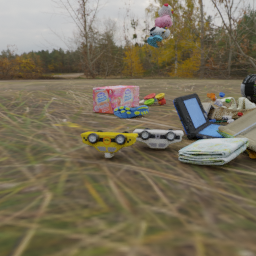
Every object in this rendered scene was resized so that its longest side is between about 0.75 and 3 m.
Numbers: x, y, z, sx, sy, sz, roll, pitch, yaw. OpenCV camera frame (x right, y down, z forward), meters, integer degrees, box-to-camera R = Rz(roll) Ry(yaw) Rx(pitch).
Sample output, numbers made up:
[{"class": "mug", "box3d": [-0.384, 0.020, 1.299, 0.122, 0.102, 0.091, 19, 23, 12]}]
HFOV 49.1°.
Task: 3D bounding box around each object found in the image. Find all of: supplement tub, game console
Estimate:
[{"class": "supplement tub", "box3d": [6.771, -1.850, 13.476, 1.452, 1.452, 2.369, -5, 14, -21]}, {"class": "game console", "box3d": [2.196, -0.317, 7.342, 1.074, 1.550, 1.816, -24, -2, 31]}]

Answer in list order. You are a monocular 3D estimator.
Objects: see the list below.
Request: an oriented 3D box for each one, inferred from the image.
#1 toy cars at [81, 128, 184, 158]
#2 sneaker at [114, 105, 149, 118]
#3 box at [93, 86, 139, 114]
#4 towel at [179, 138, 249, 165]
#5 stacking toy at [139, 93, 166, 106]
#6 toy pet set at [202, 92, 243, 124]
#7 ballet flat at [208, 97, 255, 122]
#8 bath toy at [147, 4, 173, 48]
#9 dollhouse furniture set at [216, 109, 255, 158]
[{"class": "toy cars", "box3d": [0.149, 0.295, 5.742, 2.229, 0.493, 0.999, -3, 7, -31]}, {"class": "sneaker", "box3d": [0.103, -0.552, 10.047, 1.280, 0.454, 0.531, -6, -8, -18]}, {"class": "box", "box3d": [-0.440, -1.222, 11.631, 1.063, 0.980, 2.071, 7, 14, 30]}, {"class": "towel", "box3d": [1.607, 0.423, 5.269, 0.969, 0.273, 1.132, -2, 11, 42]}, {"class": "stacking toy", "box3d": [1.191, -1.238, 13.597, 1.075, 0.502, 1.188, -34, 23, -22]}, {"class": "toy pet set", "box3d": [2.546, -0.426, 8.337, 1.259, 0.669, 1.175, 34, -16, -33]}, {"class": "ballet flat", "box3d": [3.648, -0.644, 9.400, 2.381, 0.777, 0.839, -4, 13, -21]}, {"class": "bath toy", "box3d": [1.294, -3.883, 10.440, 0.778, 1.789, 0.661, 18, -20, 4]}, {"class": "dollhouse furniture set", "box3d": [3.675, 0.102, 6.017, 2.771, 1.391, 1.815, -30, 13, 1]}]
